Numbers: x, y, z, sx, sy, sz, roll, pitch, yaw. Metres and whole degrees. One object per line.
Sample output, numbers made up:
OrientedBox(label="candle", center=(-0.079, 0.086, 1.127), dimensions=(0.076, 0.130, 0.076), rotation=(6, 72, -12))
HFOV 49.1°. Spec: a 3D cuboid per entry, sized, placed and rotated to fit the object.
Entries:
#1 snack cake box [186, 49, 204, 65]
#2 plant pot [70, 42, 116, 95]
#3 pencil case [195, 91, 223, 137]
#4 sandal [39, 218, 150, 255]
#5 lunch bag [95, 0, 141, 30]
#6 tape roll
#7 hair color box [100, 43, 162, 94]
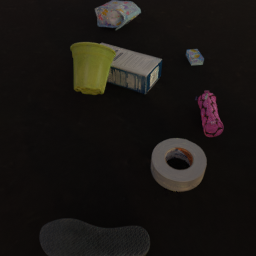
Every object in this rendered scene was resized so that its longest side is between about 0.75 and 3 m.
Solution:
OrientedBox(label="snack cake box", center=(2.770, -2.954, 11.658), dimensions=(0.487, 0.284, 0.847), rotation=(-5, 44, -7))
OrientedBox(label="plant pot", center=(-1.220, -1.888, 9.336), dimensions=(1.529, 1.529, 1.406), rotation=(5, 85, 5))
OrientedBox(label="pencil case", center=(2.552, -0.464, 8.751), dimensions=(0.689, 0.711, 1.518), rotation=(-1, 44, 3))
OrientedBox(label="sandal", center=(-0.709, 2.481, 5.927), dimensions=(2.318, 0.496, 0.882), rotation=(8, 50, -5))
OrientedBox(label="lunch bag", center=(-0.469, -5.575, 13.821), dimensions=(1.778, 1.130, 1.507), rotation=(15, 43, 29))
OrientedBox(label="tape roll", center=(1.324, 0.942, 7.414), dimensions=(1.428, 0.472, 1.428), rotation=(-1, 47, 1))
OrientedBox(label="hair color box", center=(-0.219, -2.300, 10.583), dimensions=(2.694, 0.815, 1.347), rotation=(22, 48, 21))
